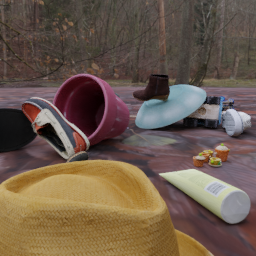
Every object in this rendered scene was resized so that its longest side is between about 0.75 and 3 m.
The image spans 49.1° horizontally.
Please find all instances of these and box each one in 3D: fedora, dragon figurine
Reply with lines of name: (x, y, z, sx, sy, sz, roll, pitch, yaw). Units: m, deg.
fedora: (-0.349, 0.809, 2.142, 2.294, 0.936, 2.294, 1, 11, 0)
dragon figurine: (4.434, -1.227, 14.057, 1.191, 0.705, 2.395, -1, 11, -7)

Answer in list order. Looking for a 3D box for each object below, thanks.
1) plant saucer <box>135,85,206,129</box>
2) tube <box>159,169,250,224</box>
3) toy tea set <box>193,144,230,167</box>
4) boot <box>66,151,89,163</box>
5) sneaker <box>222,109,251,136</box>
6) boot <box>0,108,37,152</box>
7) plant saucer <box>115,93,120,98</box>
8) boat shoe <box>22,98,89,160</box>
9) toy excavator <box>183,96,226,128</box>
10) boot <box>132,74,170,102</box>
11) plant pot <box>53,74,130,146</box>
plant saucer: (1.330, -0.897, 9.572, 2.603, 0.501, 2.603, -24, 23, 11)
tube: (1.006, 0.806, 3.859, 0.454, 0.406, 1.564, 38, -5, -17)
toy tea set: (1.614, 0.507, 5.451, 0.554, 0.345, 0.931, 7, 12, 32)
boot: (-0.783, 0.670, 4.117, 0.757, 0.293, 0.524, -47, 25, -23)
sneaker: (3.281, -0.221, 8.324, 0.735, 0.758, 2.075, -2, 9, 12)
boot: (-3.855, -0.068, 6.857, 2.846, 0.985, 2.478, -9, 14, -30)
plant saucer: (-1.475, -0.700, 10.314, 2.472, 0.476, 2.472, -11, -12, -2)
boat shoe: (-1.671, -0.012, 5.969, 1.870, 0.666, 0.585, 38, 39, 17)
toy excavator: (2.878, -0.540, 9.871, 1.987, 1.021, 2.043, 4, 3, 9)
boot: (0.714, -1.320, 8.872, 1.248, 1.038, 0.451, 6, 52, 14)
plant pot: (-0.794, -0.365, 7.125, 1.707, 1.707, 1.528, 6, -3, 32)
